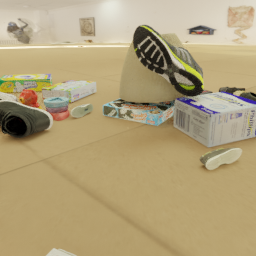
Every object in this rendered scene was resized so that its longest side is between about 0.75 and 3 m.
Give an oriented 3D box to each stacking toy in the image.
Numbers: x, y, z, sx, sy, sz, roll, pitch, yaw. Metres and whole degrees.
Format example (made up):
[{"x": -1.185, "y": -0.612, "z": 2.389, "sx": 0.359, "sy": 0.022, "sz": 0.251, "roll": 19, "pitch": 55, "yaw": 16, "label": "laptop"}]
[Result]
[{"x": -3.188, "y": -0.768, "z": 9.745, "sx": 2.053, "sy": 0.867, "sz": 1.859, "roll": 6, "pitch": 21, "yaw": 16, "label": "stacking toy"}]

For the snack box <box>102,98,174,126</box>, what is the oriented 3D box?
[{"x": 0.356, "y": -0.628, "z": 10.012, "sx": 2.228, "sy": 0.413, "sz": 1.294, "roll": 12, "pitch": 24, "yaw": 29, "label": "snack box"}]

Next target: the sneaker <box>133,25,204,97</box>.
[{"x": 1.235, "y": -2.064, "z": 8.301, "sx": 0.975, "sy": 2.640, "sz": 1.069, "roll": -33, "pitch": 25, "yaw": 43, "label": "sneaker"}]

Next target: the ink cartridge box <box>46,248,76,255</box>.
[{"x": -0.775, "y": 2.010, "z": 2.778, "sx": 1.015, "sy": 0.611, "sz": 1.397, "roll": 11, "pitch": 25, "yaw": 25, "label": "ink cartridge box"}]

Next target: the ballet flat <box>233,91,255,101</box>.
[{"x": 5.473, "y": -1.096, "z": 10.630, "sx": 2.978, "sy": 0.846, "sz": 0.990, "roll": 19, "pitch": 28, "yaw": 41, "label": "ballet flat"}]

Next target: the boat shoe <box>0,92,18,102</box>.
[{"x": -5.314, "y": -1.067, "z": 10.849, "sx": 2.028, "sy": 0.730, "sz": 0.666, "roll": 14, "pitch": 19, "yaw": 13, "label": "boat shoe"}]

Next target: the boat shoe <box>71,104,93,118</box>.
[{"x": -1.729, "y": -0.616, "z": 10.145, "sx": 0.393, "sy": 0.385, "sz": 1.104, "roll": -5, "pitch": 14, "yaw": 36, "label": "boat shoe"}]

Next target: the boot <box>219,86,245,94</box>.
[{"x": 4.516, "y": -1.625, "z": 12.673, "sx": 1.499, "sy": 0.523, "sz": 0.987, "roll": -4, "pitch": 15, "yaw": -42, "label": "boot"}]

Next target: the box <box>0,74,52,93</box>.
[{"x": -5.261, "y": -2.270, "z": 14.032, "sx": 2.775, "sy": 0.671, "sz": 1.628, "roll": -6, "pitch": 21, "yaw": -12, "label": "box"}]

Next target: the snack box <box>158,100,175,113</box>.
[{"x": 1.740, "y": -1.110, "z": 10.616, "sx": 0.756, "sy": 0.241, "sz": 1.302, "roll": 22, "pitch": 64, "yaw": 46, "label": "snack box"}]

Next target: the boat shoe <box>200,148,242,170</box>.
[{"x": 2.213, "y": 0.660, "z": 6.636, "sx": 1.125, "sy": 0.402, "sz": 0.336, "roll": -14, "pitch": 30, "yaw": -24, "label": "boat shoe"}]

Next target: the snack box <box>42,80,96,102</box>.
[{"x": -2.597, "y": -1.709, "z": 12.651, "sx": 1.505, "sy": 0.560, "sz": 2.116, "roll": 9, "pitch": 23, "yaw": 22, "label": "snack box"}]

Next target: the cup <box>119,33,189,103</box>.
[{"x": 1.024, "y": -2.251, "z": 10.011, "sx": 2.874, "sy": 2.056, "sz": 2.874, "roll": -5, "pitch": 19, "yaw": 2, "label": "cup"}]

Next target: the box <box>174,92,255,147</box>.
[{"x": 2.650, "y": -0.344, "z": 8.382, "sx": 1.922, "sy": 1.008, "sz": 1.767, "roll": -10, "pitch": 23, "yaw": -22, "label": "box"}]

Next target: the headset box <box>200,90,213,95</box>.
[{"x": 2.518, "y": -1.230, "z": 11.321, "sx": 1.201, "sy": 0.606, "sz": 1.616, "roll": -15, "pitch": 25, "yaw": -34, "label": "headset box"}]

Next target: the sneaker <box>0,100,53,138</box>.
[{"x": -3.627, "y": -0.310, "z": 8.424, "sx": 2.423, "sy": 0.857, "sz": 1.202, "roll": 10, "pitch": 14, "yaw": 14, "label": "sneaker"}]
